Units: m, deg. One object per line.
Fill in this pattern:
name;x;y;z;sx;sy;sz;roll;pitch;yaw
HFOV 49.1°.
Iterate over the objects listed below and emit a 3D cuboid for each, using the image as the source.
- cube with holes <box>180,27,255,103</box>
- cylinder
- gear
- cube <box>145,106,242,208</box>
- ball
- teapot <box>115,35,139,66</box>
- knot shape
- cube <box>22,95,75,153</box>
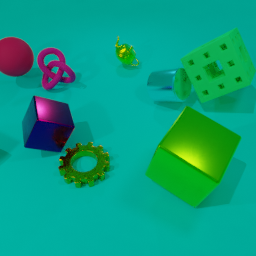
cube with holes;2.576;-1.771;7.900;1.380;1.380;1.380;-21;13;37
cylinder;1.204;-1.241;8.161;0.956;0.956;0.956;5;39;44
gear;-1.054;0.871;6.814;1.226;0.227;1.226;0;45;0
cube;1.350;0.618;6.005;1.322;1.322;1.322;32;56;12
ball;-3.546;-2.195;8.682;1.201;1.201;1.201;0;46;0
teapot;-0.069;-2.615;9.645;1.221;0.598;0.759;46;29;-8
knot shape;-2.351;-1.747;8.831;1.309;1.225;0.605;45;26;0
cube;-1.991;-0.082;6.925;0.933;0.933;0.933;12;36;-34
